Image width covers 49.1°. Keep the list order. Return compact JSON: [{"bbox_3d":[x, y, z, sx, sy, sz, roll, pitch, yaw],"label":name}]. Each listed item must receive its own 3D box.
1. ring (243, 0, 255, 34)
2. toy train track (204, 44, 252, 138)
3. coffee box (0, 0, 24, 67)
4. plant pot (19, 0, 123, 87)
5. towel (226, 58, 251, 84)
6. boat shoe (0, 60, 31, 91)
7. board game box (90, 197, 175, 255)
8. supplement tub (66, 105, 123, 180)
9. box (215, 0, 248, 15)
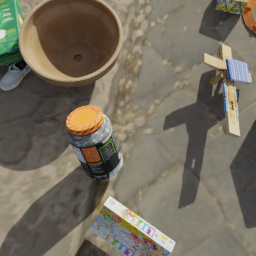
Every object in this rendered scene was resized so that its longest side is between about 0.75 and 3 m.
[{"bbox_3d":[4.738,-3.749,9.207,1.880,0.180,1.880,0,73,2],"label":"ring"},{"bbox_3d":[2.732,-1.071,7.922,1.720,0.488,3.000,17,60,-19],"label":"toy train track"},{"bbox_3d":[-3.955,-3.006,8.590,1.515,0.542,2.464,-19,67,1],"label":"coffee box"},{"bbox_3d":[-1.551,-2.340,8.200,2.831,1.307,2.831,0,73,1],"label":"plant pot"},{"bbox_3d":[3.110,-1.601,7.934,0.900,0.107,0.652,4,75,-31],"label":"towel"},{"bbox_3d":[-3.346,-1.757,8.433,0.505,0.515,1.446,39,77,11],"label":"boat shoe"},{"bbox_3d":[0.051,2.524,6.573,1.778,1.196,0.304,33,39,8],"label":"board game box"},{"bbox_3d":[-0.828,0.379,7.002,1.100,1.795,1.100,-8,43,8],"label":"supplement tub"},{"bbox_3d":[3.463,-4.351,9.165,0.910,0.576,0.945,16,74,8],"label":"box"}]
